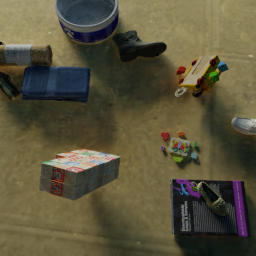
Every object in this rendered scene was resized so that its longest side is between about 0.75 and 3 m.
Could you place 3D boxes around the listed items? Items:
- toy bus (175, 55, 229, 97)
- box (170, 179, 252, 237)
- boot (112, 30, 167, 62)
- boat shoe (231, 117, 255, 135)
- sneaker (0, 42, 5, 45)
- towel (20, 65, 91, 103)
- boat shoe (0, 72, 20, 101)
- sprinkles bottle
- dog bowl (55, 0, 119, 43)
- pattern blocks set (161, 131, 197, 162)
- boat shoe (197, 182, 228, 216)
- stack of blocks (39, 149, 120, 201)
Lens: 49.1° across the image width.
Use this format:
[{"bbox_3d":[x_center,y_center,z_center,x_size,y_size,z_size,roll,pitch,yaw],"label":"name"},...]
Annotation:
[{"bbox_3d":[3.030,-1.964,11.561,2.195,1.134,2.071,-29,34,20],"label":"toy bus"},{"bbox_3d":[2.842,2.802,9.921,2.659,0.480,1.901,3,67,0],"label":"box"},{"bbox_3d":[0.505,-3.888,12.609,2.264,0.767,1.479,-12,62,-7],"label":"boot"},{"bbox_3d":[5.095,-0.067,11.009,1.918,0.665,0.679,17,68,7],"label":"boat shoe"},{"bbox_3d":[-5.784,-3.741,12.593,1.012,0.584,0.380,27,70,10],"label":"sneaker"},{"bbox_3d":[-2.977,-1.870,11.759,2.815,0.683,1.571,2,68,1],"label":"towel"},{"bbox_3d":[-5.235,-1.985,11.844,0.592,0.669,1.828,-35,86,-25],"label":"boat shoe"},{"bbox_3d":[-4.782,-3.135,12.119,2.855,0.974,0.974,-1,67,0],"label":"sprinkles bottle"},{"bbox_3d":[-1.851,-5.394,12.991,2.849,1.122,2.849,0,68,0],"label":"dog bowl"},{"bbox_3d":[2.001,0.716,10.982,1.450,0.117,1.274,3,68,1],"label":"pattern blocks set"},{"bbox_3d":[2.918,2.415,9.597,0.486,0.419,1.331,-33,71,-13],"label":"boat shoe"},{"bbox_3d":[-1.572,1.362,8.995,1.608,2.793,0.818,9,96,22],"label":"stack of blocks"}]
